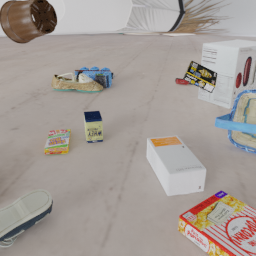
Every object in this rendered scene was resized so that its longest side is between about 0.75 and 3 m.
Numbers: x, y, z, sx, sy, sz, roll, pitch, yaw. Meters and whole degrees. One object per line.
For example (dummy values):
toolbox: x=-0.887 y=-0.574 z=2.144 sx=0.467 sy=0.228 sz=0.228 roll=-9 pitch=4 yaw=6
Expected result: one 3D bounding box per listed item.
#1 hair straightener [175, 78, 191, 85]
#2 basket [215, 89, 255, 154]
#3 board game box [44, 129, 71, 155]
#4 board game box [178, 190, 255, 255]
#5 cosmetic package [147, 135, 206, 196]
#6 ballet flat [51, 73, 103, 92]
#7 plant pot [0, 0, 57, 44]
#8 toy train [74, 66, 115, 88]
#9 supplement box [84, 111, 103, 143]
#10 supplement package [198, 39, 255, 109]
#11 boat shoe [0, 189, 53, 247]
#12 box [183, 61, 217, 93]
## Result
hair straightener: x=3.495 y=-2.688 z=15.972 sx=1.633 sy=0.334 sz=0.628 roll=0 pitch=24 yaw=0
basket: x=4.072 y=-0.137 z=8.200 sx=2.511 sy=1.981 sz=2.848 roll=13 pitch=18 yaw=27
board game box: x=-2.274 y=0.434 z=9.141 sx=0.724 sy=0.227 sz=1.515 roll=-4 pitch=27 yaw=-6
board game box: x=2.086 y=2.011 z=5.279 sx=1.377 sy=0.421 sz=1.818 roll=-18 pitch=29 yaw=-34
cosmetic package: x=1.197 y=0.917 z=7.440 sx=0.965 sy=0.678 sz=1.902 roll=-5 pitch=25 yaw=-12
ballet flat: x=-2.700 y=-2.404 z=14.621 sx=2.802 sy=0.915 sz=0.988 roll=2 pitch=24 yaw=5
plant pot: x=-3.471 y=-3.897 z=10.058 sx=1.540 sy=1.556 sz=1.556 roll=5 pitch=23 yaw=34
toy train: x=-1.912 y=-2.821 z=15.552 sx=2.284 sy=0.990 sz=1.305 roll=3 pitch=30 yaw=7
supplement box: x=-1.168 y=-0.050 z=9.429 sx=0.552 sy=0.821 sz=0.822 roll=-5 pitch=24 yaw=-11
supplement package: x=4.865 y=-2.574 z=12.899 sx=2.496 sy=2.610 sz=1.920 roll=-16 pitch=28 yaw=-31
boat shoe: x=-2.369 y=1.849 z=5.395 sx=1.928 sy=0.596 sz=0.722 roll=-28 pitch=51 yaw=-33
box: x=1.993 y=-1.419 z=7.653 sx=0.840 sy=0.260 sz=1.052 roll=26 pitch=35 yaw=5
